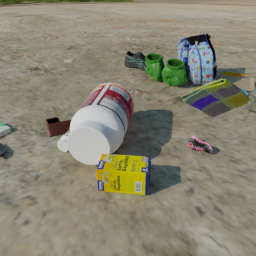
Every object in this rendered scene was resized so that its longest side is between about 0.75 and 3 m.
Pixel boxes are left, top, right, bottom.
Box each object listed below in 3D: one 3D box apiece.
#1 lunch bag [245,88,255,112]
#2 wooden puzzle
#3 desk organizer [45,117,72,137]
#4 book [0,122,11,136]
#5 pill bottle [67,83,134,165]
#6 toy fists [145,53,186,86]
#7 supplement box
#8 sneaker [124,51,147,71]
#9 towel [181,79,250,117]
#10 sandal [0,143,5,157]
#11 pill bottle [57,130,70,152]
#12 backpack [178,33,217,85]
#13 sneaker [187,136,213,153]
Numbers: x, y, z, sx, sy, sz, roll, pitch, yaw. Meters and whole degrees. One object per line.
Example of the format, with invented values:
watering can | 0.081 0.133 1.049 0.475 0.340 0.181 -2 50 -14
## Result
lunch bag | 5.224 -1.069 10.356 1.167 0.837 1.423 27 39 30
wooden puzzle | 4.796 -1.989 12.584 1.755 0.304 2.602 10 31 26
desk organizer | -2.030 -0.123 9.112 1.193 0.459 0.428 -14 32 -22
book | -4.466 0.164 8.863 0.785 0.282 1.175 22 35 27
pill bottle | -0.755 -0.177 8.135 1.523 1.523 2.696 6 30 10
toy fists | 1.665 -2.564 12.713 2.284 1.164 0.786 26 59 38
supplement box | -0.086 1.105 6.746 1.237 0.677 0.673 3 30 6
sneaker | 0.690 -3.489 14.660 2.044 0.810 0.771 16 32 24
towel | 1.742 -0.551 5.473 0.941 0.149 1.310 -22 -27 34
sandal | -3.702 0.666 8.070 0.323 0.182 0.849 -4 20 -20
pill bottle | -1.713 0.345 8.307 0.455 0.455 0.799 12 33 19
backpack | 3.105 -2.853 12.490 1.509 2.047 2.242 -6 40 6
sneaker | 2.073 0.557 8.163 0.400 0.331 0.838 -36 40 -18
